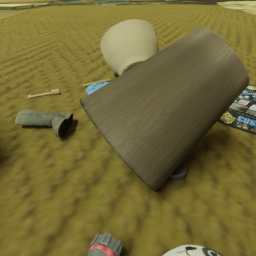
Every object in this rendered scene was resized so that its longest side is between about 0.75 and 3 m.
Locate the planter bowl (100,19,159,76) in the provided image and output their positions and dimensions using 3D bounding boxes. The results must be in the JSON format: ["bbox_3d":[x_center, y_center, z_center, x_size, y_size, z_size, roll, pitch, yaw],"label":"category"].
[{"bbox_3d":[0.221,-2.932,11.494,2.435,2.435,1.639,-9,66,-15],"label":"planter bowl"}]

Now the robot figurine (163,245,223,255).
[{"bbox_3d":[0.498,2.429,3.096,1.809,1.503,2.408,36,45,26],"label":"robot figurine"}]

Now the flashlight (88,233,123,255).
[{"bbox_3d":[-0.608,2.359,4.143,0.562,0.564,1.659,14,33,18],"label":"flashlight"}]

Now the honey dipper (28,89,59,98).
[{"bbox_3d":[-3.184,-1.288,10.588,1.126,0.214,0.214,-12,33,-17],"label":"honey dipper"}]

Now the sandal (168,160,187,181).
[{"bbox_3d":[1.190,0.689,7.222,0.656,0.369,1.725,0,40,13],"label":"sandal"}]

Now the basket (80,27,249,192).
[{"bbox_3d":[0.897,-0.542,6.027,2.892,2.608,1.967,-39,-4,5],"label":"basket"}]

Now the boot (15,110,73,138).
[{"bbox_3d":[-2.578,-0.185,8.379,1.609,0.584,1.463,9,17,1],"label":"boot"}]

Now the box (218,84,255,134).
[{"bbox_3d":[4.494,-0.552,8.956,2.509,0.623,2.491,22,37,33],"label":"box"}]

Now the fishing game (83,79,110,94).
[{"bbox_3d":[-0.729,-1.429,10.697,1.765,0.383,2.465,-22,30,-32],"label":"fishing game"}]
